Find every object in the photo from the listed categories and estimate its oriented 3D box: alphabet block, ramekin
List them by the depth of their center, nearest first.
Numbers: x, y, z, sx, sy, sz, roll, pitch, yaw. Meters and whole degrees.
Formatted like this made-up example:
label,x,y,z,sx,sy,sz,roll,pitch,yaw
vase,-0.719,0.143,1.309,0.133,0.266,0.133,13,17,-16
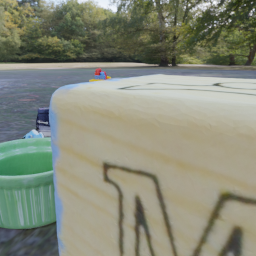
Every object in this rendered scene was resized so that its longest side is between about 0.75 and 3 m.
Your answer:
label,x,y,z,sx,sy,sz,roll,pitch,yaw
alphabet block,0.806,0.636,2.973,2.288,2.247,2.235,10,19,33
ramekin,-1.615,0.856,4.735,1.866,0.912,1.866,0,15,0

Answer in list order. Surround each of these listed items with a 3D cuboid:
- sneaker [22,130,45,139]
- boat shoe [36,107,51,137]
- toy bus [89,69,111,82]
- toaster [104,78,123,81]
label,x,y,z,sx,sy,sz,roll,pitch,yaw
sneaker,-2.588,0.386,7.764,0.499,0.435,1.110,-31,26,-31
boat shoe,-1.974,-0.239,8.909,1.938,0.899,0.724,-3,15,-8
toy bus,-1.352,-2.249,14.858,1.258,1.779,1.853,2,13,14
toaster,-0.063,-1.727,13.797,2.357,1.339,1.522,-8,20,-40
